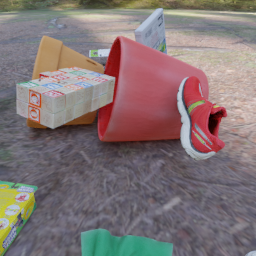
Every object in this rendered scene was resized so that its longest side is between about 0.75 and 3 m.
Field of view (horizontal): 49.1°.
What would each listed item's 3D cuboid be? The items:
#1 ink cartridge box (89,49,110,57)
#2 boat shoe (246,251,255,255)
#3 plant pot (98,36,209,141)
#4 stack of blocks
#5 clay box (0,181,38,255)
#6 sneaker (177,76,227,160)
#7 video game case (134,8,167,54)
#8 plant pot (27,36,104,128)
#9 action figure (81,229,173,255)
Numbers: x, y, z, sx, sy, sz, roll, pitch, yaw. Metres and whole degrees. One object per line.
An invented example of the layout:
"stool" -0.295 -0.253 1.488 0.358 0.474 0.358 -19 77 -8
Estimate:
"ink cartridge box" -0.866 -3.551 14.622 2.220 0.841 1.641 -3 28 -5
"boat shoe" 2.631 2.124 4.331 1.530 0.503 0.550 8 29 15
"plant pot" 0.641 -0.866 7.775 2.514 2.842 2.842 9 26 -13
"stack of blocks" -1.227 -0.694 5.483 1.112 0.565 1.930 19 26 22
"clay box" -2.483 1.713 5.188 1.015 0.421 1.767 6 29 11
"sneaker" 1.614 -0.307 5.877 0.890 0.807 2.097 -26 47 34
"video game case" 0.896 -2.602 9.667 0.278 2.307 2.530 4 37 22
"plant pot" -1.885 -1.209 8.667 1.920 2.743 2.743 11 25 -15
"action figure" -0.125 2.514 3.448 1.435 0.664 2.429 3 35 4
